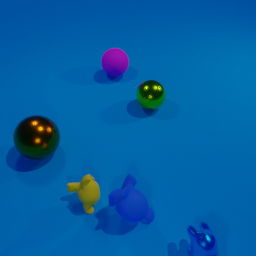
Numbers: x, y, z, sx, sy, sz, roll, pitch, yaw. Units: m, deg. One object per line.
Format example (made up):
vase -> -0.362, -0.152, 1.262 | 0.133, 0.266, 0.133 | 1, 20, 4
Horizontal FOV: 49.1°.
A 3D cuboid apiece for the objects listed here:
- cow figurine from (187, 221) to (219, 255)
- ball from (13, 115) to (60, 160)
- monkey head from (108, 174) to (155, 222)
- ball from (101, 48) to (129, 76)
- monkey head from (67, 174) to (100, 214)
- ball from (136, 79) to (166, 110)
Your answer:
cow figurine -> 1.617, 2.641, 5.565 | 0.658, 1.199, 1.179 | -12, 21, -10
ball -> -2.483, 0.254, 7.658 | 1.220, 1.220, 1.220 | 0, 47, 0
monkey head -> 0.109, 1.592, 6.417 | 0.855, 1.419, 1.021 | 4, 55, 41
ball -> -0.472, -2.395, 10.223 | 1.001, 1.001, 1.001 | 0, 47, 0
monkey head -> -1.060, 1.517, 6.671 | 0.769, 1.068, 0.644 | -6, 28, -8
ball -> 0.743, -1.076, 9.058 | 0.976, 0.976, 0.976 | 0, 47, 0
